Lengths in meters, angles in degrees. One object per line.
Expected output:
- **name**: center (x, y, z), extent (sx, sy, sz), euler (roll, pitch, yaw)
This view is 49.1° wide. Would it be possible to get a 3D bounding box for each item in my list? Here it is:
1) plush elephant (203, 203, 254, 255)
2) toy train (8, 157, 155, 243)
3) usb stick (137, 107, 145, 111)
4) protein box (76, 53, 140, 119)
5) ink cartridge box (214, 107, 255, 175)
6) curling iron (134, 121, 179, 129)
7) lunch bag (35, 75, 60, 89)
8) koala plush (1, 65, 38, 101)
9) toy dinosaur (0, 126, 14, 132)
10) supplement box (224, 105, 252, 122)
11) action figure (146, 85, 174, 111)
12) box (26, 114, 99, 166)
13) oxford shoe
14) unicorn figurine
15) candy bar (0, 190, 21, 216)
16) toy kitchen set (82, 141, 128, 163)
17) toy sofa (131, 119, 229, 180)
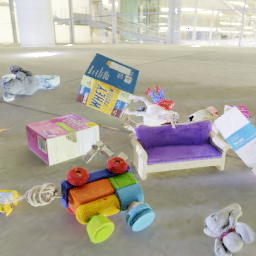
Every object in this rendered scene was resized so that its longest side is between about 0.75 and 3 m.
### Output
- **plush elephant**: center (1.811, 1.883, 5.071), extent (0.809, 0.760, 0.982), euler (-35, -25, 15)
- **toy train**: center (-0.837, 1.604, 5.475), extent (2.565, 1.086, 1.484), euler (-12, 38, -28)
- **usb stick**: center (0.576, -0.843, 12.551), extent (0.127, 0.216, 0.780), euler (34, -6, -17)
- **protein box**: center (-0.794, -1.770, 11.585), extent (2.005, 1.352, 1.990), euler (21, 40, -6)
- **ink cartridge box**: center (3.316, 0.593, 7.355), extent (0.726, 2.175, 1.260), euler (-40, 14, 17)
- **curling iron**: center (1.109, -0.053, 10.647), extent (1.890, 0.241, 0.468), euler (-5, 22, -12)
- **lunch bag**: center (-5.173, -2.886, 17.336), extent (1.709, 0.705, 1.374), euler (5, 23, 13)
- **koala plush**: center (-5.895, -2.306, 14.713), extent (1.716, 1.656, 1.867), euler (17, 20, 10)
- **toy dinosaur**: center (-4.841, 0.149, 10.139), extent (0.643, 0.366, 1.210), euler (31, 39, 16)
- **supplement box**: center (4.069, -0.290, 10.534), extent (0.768, 0.784, 1.517), euler (3, 20, 12)
- **action figure**: center (1.574, -1.276, 13.283), extent (0.874, 0.691, 2.673), euler (-9, 27, -8)
- **box**: center (-2.065, 0.285, 8.917), extent (1.764, 0.853, 1.552), euler (-16, 26, -36)
- **oxford shoe**: center (2.787, 0.057, 9.609), extent (1.076, 1.032, 2.916), euler (-13, 14, 6)
- **unicorn figurine**: center (0.680, -0.280, 8.810), extent (1.711, 0.920, 2.490), euler (20, -17, 10)
- **candy bar**: center (-3.904, 1.618, 6.208), extent (2.917, 0.323, 0.727), euler (1, 25, 0)
- **toy kitchen set**: center (-0.678, 0.884, 8.171), extent (0.985, 0.789, 0.580), euler (42, 31, 4)
- **toy sofa**: center (1.405, 0.545, 7.767), extent (2.504, 1.222, 1.037), euler (-4, 21, -12)
